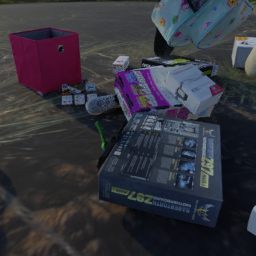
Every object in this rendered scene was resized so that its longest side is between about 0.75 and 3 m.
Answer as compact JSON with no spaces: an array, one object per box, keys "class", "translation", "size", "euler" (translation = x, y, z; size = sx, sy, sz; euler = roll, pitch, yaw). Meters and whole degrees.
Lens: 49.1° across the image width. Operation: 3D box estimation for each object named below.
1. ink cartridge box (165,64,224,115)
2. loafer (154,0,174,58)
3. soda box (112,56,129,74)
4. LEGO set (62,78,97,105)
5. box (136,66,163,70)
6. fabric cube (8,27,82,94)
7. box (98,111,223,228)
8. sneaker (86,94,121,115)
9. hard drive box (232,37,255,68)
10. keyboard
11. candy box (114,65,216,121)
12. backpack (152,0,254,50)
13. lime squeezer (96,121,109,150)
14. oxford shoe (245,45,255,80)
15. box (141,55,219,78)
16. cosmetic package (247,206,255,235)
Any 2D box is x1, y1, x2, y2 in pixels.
[{"class":"ink cartridge box","translation":[1.867,-1.145,8.056],"size":[0.978,0.562,1.347],"euler":[-26,59,-27]},{"class":"loafer","translation":[1.394,-3.656,9.712],"size":[0.806,2.374,0.833],"euler":[20,29,26]},{"class":"soda box","translation":[-0.324,-2.982,13.177],"size":[0.486,0.454,1.427],"euler":[6,30,11]},{"class":"LEGO set","translation":[-1.826,-1.293,10.441],"size":[1.252,0.411,1.676],"euler":[-5,41,-10]},{"class":"box","translation":[0.990,-1.750,10.634],"size":[1.487,0.780,1.367],"euler":[-14,31,-22]},{"class":"fabric cube","translation":[-3.248,-2.794,11.276],"size":[2.007,2.000,1.968],"euler":[23,36,35]},{"class":"box","translation":[0.880,0.672,6.292],"size":[2.287,0.740,2.901],"euler":[9,31,11]},{"class":"sneaker","translation":[-0.677,-0.873,9.074],"size":[1.507,0.563,0.618],"euler":[-23,-2,-35]},{"class":"hard drive box","translation":[6.670,-3.679,13.791],"size":[2.780,1.068,2.167],"euler":[8,31,13]},{"class":"keyboard","translation":[-0.318,0.272,6.716],"size":[0.155,0.958,1.508],"euler":[31,39,2]},{"class":"candy box","translation":[1.119,-1.041,8.797],"size":[2.716,0.828,1.852],"euler":[-9,51,-15]},{"class":"backpack","translation":[1.877,-3.040,7.206],"size":[2.352,1.803,2.067],"euler":[-29,-3,34]},{"class":"lime squeezer","translation":[-0.321,0.476,7.007],"size":[1.469,0.519,0.277],"euler":[40,17,3]},{"class":"oxford shoe","translation":[1.635,-0.983,2.751],"size":[0.513,1.391,0.492],"euler":[-19,67,-39]},{"class":"box","translation":[2.293,-2.654,12.212],"size":[2.476,0.609,2.564],"euler":[25,31,33]},{"class":"cosmetic package","translation":[2.860,1.764,4.625],"size":[0.751,0.547,1.477],"euler":[-24,36,-36]}]
